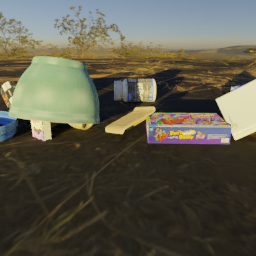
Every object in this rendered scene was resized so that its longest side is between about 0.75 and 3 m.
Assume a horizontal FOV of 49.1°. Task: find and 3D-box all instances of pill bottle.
[{"bbox_3d":[-4.196,-1.042,10.626,0.855,0.855,1.609,-12,45,-34],"label":"pill bottle"},{"bbox_3d":[0.304,-1.742,13.002,1.883,1.071,1.071,-2,17,-4],"label":"pill bottle"}]

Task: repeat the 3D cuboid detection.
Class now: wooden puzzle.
[{"bbox_3d":[0.068,-0.218,8.542,1.332,0.248,1.232,-35,18,-22],"label":"wooden puzzle"}]

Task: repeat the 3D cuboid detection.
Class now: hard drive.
[{"bbox_3d":[3.871,-0.787,7.973,2.353,0.314,1.552,-28,45,20],"label":"hard drive"}]

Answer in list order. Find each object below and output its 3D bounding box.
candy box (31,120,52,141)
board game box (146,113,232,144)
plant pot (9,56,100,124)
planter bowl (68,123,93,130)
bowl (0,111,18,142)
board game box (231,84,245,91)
[{"bbox_3d":[-2.537,-0.073,8.142,0.637,0.759,0.272,14,23,40],"label":"candy box"},{"bbox_3d":[1.700,-0.022,8.402,2.273,0.509,1.528,0,17,1],"label":"board game box"},{"bbox_3d":[-2.150,-1.169,8.622,2.719,1.822,2.719,6,5,-1],"label":"plant pot"},{"bbox_3d":[-1.460,-0.352,8.992,0.657,0.977,0.977,42,37,25],"label":"planter bowl"},{"bbox_3d":[-4.587,-0.001,8.248,2.575,0.505,2.575,1,17,0],"label":"bowl"},{"bbox_3d":[4.705,-0.710,8.982,1.768,1.074,2.218,-15,25,-36],"label":"board game box"}]
